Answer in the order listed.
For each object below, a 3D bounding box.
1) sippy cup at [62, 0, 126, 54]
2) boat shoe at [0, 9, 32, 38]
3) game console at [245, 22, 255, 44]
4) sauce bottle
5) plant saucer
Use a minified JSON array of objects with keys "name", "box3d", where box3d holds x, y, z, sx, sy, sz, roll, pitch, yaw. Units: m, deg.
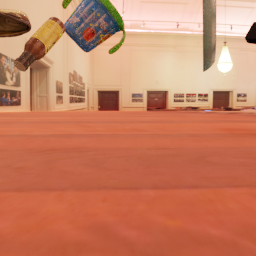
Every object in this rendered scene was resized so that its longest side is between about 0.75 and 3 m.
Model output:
[{"name":"sippy cup","box3d":[-1.114,-3.135,8.482,1.975,1.447,1.550,46,-1,41]},{"name":"boat shoe","box3d":[-4.167,-3.132,8.354,2.515,0.899,0.827,-11,34,-28]},{"name":"game console","box3d":[4.162,-2.898,7.346,1.502,0.307,2.546,12,51,35]},{"name":"sauce bottle","box3d":[-1.434,-1.354,4.542,0.353,1.092,0.353,23,-29,13]},{"name":"plant saucer","box3d":[2.304,-2.980,8.005,0.371,2.705,2.705,-1,4,16]}]
